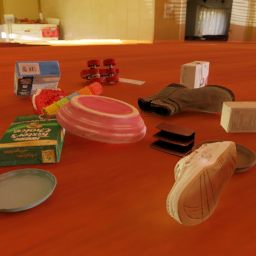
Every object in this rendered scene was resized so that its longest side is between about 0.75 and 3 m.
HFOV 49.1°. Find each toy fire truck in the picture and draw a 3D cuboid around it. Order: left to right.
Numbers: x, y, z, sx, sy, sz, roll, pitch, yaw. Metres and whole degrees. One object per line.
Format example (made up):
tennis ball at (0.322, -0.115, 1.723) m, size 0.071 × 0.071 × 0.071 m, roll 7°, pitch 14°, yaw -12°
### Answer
toy fire truck at (-1.401, -2.634, 13.795) m, size 1.973 × 1.106 × 1.657 m, roll -9°, pitch -1°, yaw -23°

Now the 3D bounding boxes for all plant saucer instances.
plant saucer at (-1.926, 1.107, 5.000) m, size 1.272 × 0.174 × 1.272 m, roll 0°, pitch 22°, yaw 0°
plant saucer at (-0.658, -0.343, 7.512) m, size 2.418 × 0.613 × 2.418 m, roll 11°, pitch 19°, yaw -4°
plant saucer at (2.114, 0.621, 6.224) m, size 1.380 × 0.203 × 1.380 m, roll 1°, pitch 21°, yaw 0°

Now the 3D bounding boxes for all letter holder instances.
letter holder at (1.045, 0.265, 6.770) m, size 0.959 × 0.482 × 0.682 m, roll 16°, pitch 28°, yaw 36°

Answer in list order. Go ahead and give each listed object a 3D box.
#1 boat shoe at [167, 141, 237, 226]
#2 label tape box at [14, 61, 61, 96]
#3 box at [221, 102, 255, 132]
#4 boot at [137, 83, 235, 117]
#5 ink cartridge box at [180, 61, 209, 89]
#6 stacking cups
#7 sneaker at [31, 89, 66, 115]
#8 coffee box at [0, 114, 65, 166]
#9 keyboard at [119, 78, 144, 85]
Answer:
boat shoe at (1.183, 0.863, 4.878) m, size 0.810 × 0.828 × 2.338 m, roll 3°, pitch 18°, yaw 37°
label tape box at (-3.709, -1.809, 11.301) m, size 1.564 × 0.721 × 2.183 m, roll -8°, pitch -20°, yaw -27°
box at (3.538, -0.323, 7.909) m, size 1.613 × 0.766 × 0.627 m, roll 1°, pitch 22°, yaw -2°
boot at (1.802, -0.742, 9.109) m, size 2.806 × 0.950 × 1.833 m, roll 13°, pitch 32°, yaw 42°
ink cartridge box at (2.948, -2.263, 12.352) m, size 0.673 × 1.172 × 1.615 m, roll 14°, pitch 25°, yaw 32°
stacking cups at (-1.619, -0.787, 8.607) m, size 1.945 × 0.588 × 0.588 m, roll -32°, pitch 34°, yaw -26°
sneaker at (-2.547, -0.928, 9.221) m, size 1.017 × 0.690 × 1.760 m, roll -12°, pitch 35°, yaw -4°
coffee box at (-2.279, 0.202, 6.904) m, size 1.345 × 0.481 × 2.188 m, roll -2°, pitch 21°, yaw -6°
keyboard at (-0.015, -2.367, 14.145) m, size 1.769 × 0.094 × 0.498 m, roll 15°, pitch 26°, yaw 35°
